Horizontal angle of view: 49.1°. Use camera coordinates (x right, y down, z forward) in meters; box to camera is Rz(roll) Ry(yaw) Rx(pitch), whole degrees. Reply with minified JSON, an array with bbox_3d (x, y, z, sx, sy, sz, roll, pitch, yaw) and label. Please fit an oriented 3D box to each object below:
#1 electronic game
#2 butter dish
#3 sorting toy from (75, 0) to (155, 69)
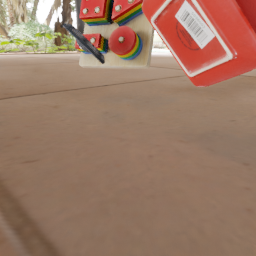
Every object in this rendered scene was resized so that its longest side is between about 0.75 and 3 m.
[{"bbox_3d":[-1.228,-2.364,7.909,1.519,0.316,1.519,44,6,-6],"label":"electronic game"},{"bbox_3d":[1.670,-2.170,5.310,1.670,2.260,2.253,-39,8,-14],"label":"butter dish"},{"bbox_3d":[-0.498,-3.552,9.683,2.745,2.762,0.961,6,-4,25],"label":"sorting toy"}]
